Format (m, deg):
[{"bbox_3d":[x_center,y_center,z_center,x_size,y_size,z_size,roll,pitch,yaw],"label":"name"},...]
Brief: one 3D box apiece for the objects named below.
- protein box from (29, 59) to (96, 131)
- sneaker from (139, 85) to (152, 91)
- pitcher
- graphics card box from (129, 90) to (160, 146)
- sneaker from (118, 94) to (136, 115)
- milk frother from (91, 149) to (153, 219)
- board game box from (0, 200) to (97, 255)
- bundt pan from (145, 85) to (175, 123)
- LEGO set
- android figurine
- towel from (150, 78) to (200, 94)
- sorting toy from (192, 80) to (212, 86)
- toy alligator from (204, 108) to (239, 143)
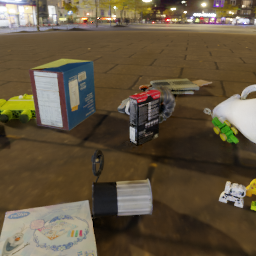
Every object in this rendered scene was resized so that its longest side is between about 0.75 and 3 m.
[{"bbox_3d":[-2.682,-1.520,12.082,1.628,2.414,2.396,10,26,20],"label":"protein box"},{"bbox_3d":[0.999,-2.388,16.568,0.905,0.343,0.416,-8,17,-33],"label":"sneaker"},{"bbox_3d":[5.051,-0.611,10.593,2.416,1.707,2.816,-45,34,-8],"label":"pitcher"},{"bbox_3d":[0.621,-0.383,10.294,1.171,1.867,0.475,-21,30,-36],"label":"graphics card box"},{"bbox_3d":[0.071,-1.218,13.564,0.735,0.685,1.854,4,25,20],"label":"sneaker"},{"bbox_3d":[-0.190,1.350,6.981,1.419,1.508,1.361,-2,21,-6],"label":"milk frother"},{"bbox_3d":[-1.690,2.409,5.935,1.941,0.421,1.931,-5,25,-11],"label":"board game box"},{"bbox_3d":[1.246,-0.879,11.720,1.763,1.763,0.662,-11,40,-22],"label":"bundt pan"},{"bbox_3d":[3.674,1.575,7.083,2.403,0.986,0.916,12,27,25],"label":"LEGO set"},{"bbox_3d":[-4.911,-1.026,13.256,2.620,0.591,2.879,0,26,1],"label":"android figurine"},{"bbox_3d":[2.742,-2.467,16.722,2.514,0.434,2.421,-5,22,-5],"label":"towel"},{"bbox_3d":[4.584,-2.826,17.653,0.984,0.194,1.063,-17,25,-33],"label":"sorting toy"},{"bbox_3d":[3.573,-0.017,10.772,0.574,0.525,1.936,-31,50,-3],"label":"toy alligator"}]
